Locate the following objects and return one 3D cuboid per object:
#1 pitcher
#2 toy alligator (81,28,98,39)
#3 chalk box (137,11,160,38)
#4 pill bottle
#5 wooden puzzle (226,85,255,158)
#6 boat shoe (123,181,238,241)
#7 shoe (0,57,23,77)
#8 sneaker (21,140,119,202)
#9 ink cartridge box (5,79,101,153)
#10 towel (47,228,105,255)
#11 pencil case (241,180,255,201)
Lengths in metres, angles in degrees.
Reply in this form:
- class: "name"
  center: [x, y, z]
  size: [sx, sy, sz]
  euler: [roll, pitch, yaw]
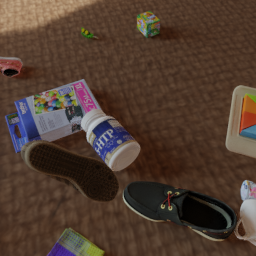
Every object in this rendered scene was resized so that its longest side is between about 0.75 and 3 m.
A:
- class: "pitcher"
  center: [3.050, 2.320, 7.016]
  size: [0.894, 0.632, 1.042]
  euler: [21, 58, -15]
- class: "toy alligator"
  center: [-1.687, -3.937, 11.896]
  size: [1.043, 0.309, 0.283]
  euler: [39, 104, 24]
- class: "chalk box"
  center: [0.932, -4.366, 11.951]
  size: [0.671, 0.666, 1.074]
  euler: [-26, 57, -17]
- class: "pill bottle"
  center: [-0.580, 0.291, 8.270]
  size: [1.072, 1.072, 1.792]
  euler: [-32, 59, -21]
- class: "wooden puzzle"
  center: [4.578, -0.172, 8.966]
  size: [2.528, 0.509, 2.733]
  euler: [16, 55, 11]
- class: "boat shoe"
  center: [1.268, 1.957, 7.181]
  size: [2.931, 0.918, 1.072]
  euler: [17, 56, 14]
- class: "shoe"
  center: [-4.748, -2.286, 10.513]
  size: [1.448, 0.517, 0.659]
  euler: [-2, 50, -6]
- class: "sneaker"
  center: [-0.794, 0.576, 4.031]
  size: [0.581, 1.539, 0.542]
  euler: [9, 67, 56]
- class: "ink cartridge box"
  center: [-2.457, -0.461, 9.156]
  size: [2.929, 0.615, 1.748]
  euler: [-23, 56, -14]
- class: "towel"
  center: [-1.479, 3.356, 6.567]
  size: [1.234, 0.196, 1.718]
  euler: [27, 58, 19]
- class: "pencil case"
  center: [3.690, 1.786, 7.530]
  size: [1.227, 0.510, 0.557]
  euler: [11, 49, 8]
